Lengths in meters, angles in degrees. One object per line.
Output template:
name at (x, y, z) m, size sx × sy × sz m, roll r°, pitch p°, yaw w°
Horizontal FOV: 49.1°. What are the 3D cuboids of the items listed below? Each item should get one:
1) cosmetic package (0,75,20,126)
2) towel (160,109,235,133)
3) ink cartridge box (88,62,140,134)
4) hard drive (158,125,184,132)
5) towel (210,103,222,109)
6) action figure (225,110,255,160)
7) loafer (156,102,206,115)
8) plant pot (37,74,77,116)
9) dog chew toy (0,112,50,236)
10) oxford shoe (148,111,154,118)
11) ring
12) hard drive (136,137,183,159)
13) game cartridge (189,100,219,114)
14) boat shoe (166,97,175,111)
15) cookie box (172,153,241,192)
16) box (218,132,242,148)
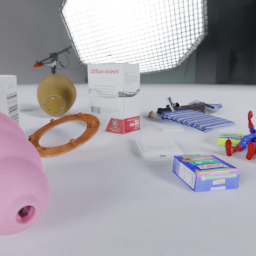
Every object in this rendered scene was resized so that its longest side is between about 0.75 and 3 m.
cosmetic package at (-4.774, -0.331, 7.849) m, size 2.752 × 2.269 × 2.271 m, roll -1°, pitch 13°, yaw -3°
towel at (2.990, -0.353, 12.376) m, size 1.960 × 0.323 × 2.708 m, roll -11°, pitch 21°, yaw -34°
ink cartridge box at (-0.553, -1.241, 11.206) m, size 1.952 × 2.660 × 1.102 m, roll 10°, pitch 15°, yaw 39°
hard drive at (1.742, 0.022, 11.431) m, size 0.875 × 0.115 × 0.577 m, roll -4°, pitch 13°, yaw -17°
towel at (4.919, -1.330, 17.479) m, size 1.570 × 0.259 × 2.169 m, roll 5°, pitch 13°, yaw 28°
action figure at (4.067, -0.028, 8.702) m, size 0.970 × 1.471 × 2.972 m, roll 11°, pitch 14°, yaw 40°
loafer at (2.778, -1.031, 14.677) m, size 2.588 × 0.815 × 0.930 m, roll 5°, pitch 12°, yaw 21°
plant pot at (-3.720, -1.495, 14.466) m, size 2.147 × 2.147 × 2.304 m, roll -2°, pitch 21°, yaw -11°
dog chew toy at (-2.255, 0.711, 4.645) m, size 1.764 × 1.764 × 2.833 m, roll -10°, pitch 24°, yaw -41°
oxford shoe at (1.167, -0.702, 14.310) m, size 0.313 × 0.332 × 0.888 m, roll 1°, pitch 12°, yaw 6°
ring at (-2.034, 0.106, 8.676) m, size 2.401 × 0.230 × 2.401 m, roll -13°, pitch 29°, yaw 7°
hard drive at (0.899, 0.575, 8.540) m, size 1.114 × 0.222 × 1.689 m, roll -1°, pitch 12°, yaw -4°
game cartridge at (4.038, -1.125, 15.074) m, size 1.420 × 0.290 × 0.945 m, roll 18°, pitch -13°, yaw -9°
boat shoe at (2.197, -1.146, 13.879) m, size 0.291 × 0.852 × 0.314 m, roll -27°, pitch 8°, yaw 8°
cookie box at (1.686, 0.951, 6.208) m, size 1.020 × 0.448 × 1.193 m, roll -1°, pitch 13°, yaw -14°
box at (3.389, 0.397, 9.282) m, size 0.714 × 0.279 × 1.171 m, roll 4°, pitch 12°, yaw 23°
